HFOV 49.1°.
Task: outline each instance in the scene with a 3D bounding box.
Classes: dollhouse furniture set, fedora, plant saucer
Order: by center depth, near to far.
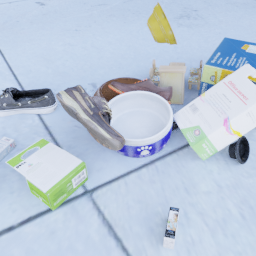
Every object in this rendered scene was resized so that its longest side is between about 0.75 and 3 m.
[{"bbox_3d":[3.368,0.667,8.595,0.424,0.928,0.928,-6,27,45],"label":"fedora"},{"bbox_3d":[-0.088,-1.317,11.088,2.664,0.459,2.664,0,41,0],"label":"plant saucer"},{"bbox_3d":[1.877,-2.225,11.239,2.084,1.476,2.269,5,42,14],"label":"dollhouse furniture set"}]

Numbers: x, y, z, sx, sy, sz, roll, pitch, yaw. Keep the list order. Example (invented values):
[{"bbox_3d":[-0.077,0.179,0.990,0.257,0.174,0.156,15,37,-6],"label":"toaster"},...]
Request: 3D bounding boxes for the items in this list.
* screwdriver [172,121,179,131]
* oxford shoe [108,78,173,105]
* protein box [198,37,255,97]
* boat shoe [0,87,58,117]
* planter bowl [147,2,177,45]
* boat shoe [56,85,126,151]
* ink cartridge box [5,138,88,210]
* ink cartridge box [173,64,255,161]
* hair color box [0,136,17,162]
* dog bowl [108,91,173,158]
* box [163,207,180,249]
[{"bbox_3d":[2.162,-0.346,9.887,2.028,0.283,0.295,-26,33,-19],"label":"screwdriver"},{"bbox_3d":[0.467,-1.425,10.116,2.325,0.843,0.827,14,11,0],"label":"oxford shoe"},{"bbox_3d":[4.447,-1.747,10.414,2.856,1.927,2.835,19,43,22],"label":"protein box"},{"bbox_3d":[-4.155,-1.063,10.338,2.975,0.986,1.040,1,40,1],"label":"boat shoe"},{"bbox_3d":[0.979,-3.123,8.778,0.593,1.423,1.423,-26,39,11],"label":"planter bowl"},{"bbox_3d":[-0.983,-0.465,8.188,1.014,1.030,2.765,-42,64,-15],"label":"boat shoe"},{"bbox_3d":[-2.252,1.194,7.862,1.846,0.699,1.365,25,46,29],"label":"ink cartridge box"},{"bbox_3d":[2.980,-0.496,8.582,2.815,0.948,1.649,-36,39,13],"label":"ink cartridge box"},{"bbox_3d":[-4.004,0.703,8.764,0.471,0.288,0.951,15,43,17],"label":"hair color box"},{"bbox_3d":[0.315,-0.161,9.100,2.244,0.884,2.244,-3,47,3],"label":"dog bowl"},{"bbox_3d":[1.034,2.355,6.633,0.249,0.483,0.828,8,42,14],"label":"box"}]
